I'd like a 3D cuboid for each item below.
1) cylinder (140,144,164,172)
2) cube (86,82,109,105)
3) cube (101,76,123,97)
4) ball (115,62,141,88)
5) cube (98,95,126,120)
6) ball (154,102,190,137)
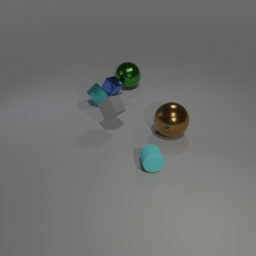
[{"bbox_3d":[0.802,1.023,9.507,0.700,0.700,0.700,-4,28,-6],"label":"cylinder"},{"bbox_3d":[-1.472,-1.645,13.450,0.700,0.700,0.700,-43,29,1],"label":"cube"},{"bbox_3d":[-0.814,-2.136,14.317,0.700,0.700,0.700,48,40,13],"label":"cube"},{"bbox_3d":[-0.010,-2.858,15.159,1.400,1.400,1.400,0,32,0],"label":"ball"},{"bbox_3d":[-0.643,-0.819,11.208,0.700,0.700,0.700,-30,-6,34],"label":"cube"},{"bbox_3d":[1.720,-0.326,11.085,1.400,1.400,1.400,0,32,0],"label":"ball"}]
